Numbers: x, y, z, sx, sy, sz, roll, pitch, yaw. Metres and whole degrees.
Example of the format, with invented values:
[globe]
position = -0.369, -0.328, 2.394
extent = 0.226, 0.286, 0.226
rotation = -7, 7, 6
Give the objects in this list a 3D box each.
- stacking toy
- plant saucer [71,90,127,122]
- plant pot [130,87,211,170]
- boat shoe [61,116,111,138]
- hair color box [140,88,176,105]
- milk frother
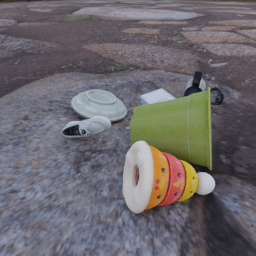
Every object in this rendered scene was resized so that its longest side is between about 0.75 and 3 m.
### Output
[stacking toy]
position = 0.981, 1.081, 6.009
extent = 2.006, 1.466, 1.466
rotation = 7, 28, -17
[plant saucer]
position = -0.947, -0.894, 9.630
extent = 1.953, 0.490, 1.953
rotation = 11, 28, -6
[plant pot]
position = 1.121, 0.029, 7.150
extent = 1.936, 2.038, 2.038
rotation = -1, 29, 16
[boat shoe]
position = -1.222, 0.044, 8.014
extent = 1.532, 0.535, 0.546
rotation = -7, 22, 25
[hair color box]
position = 1.109, -0.705, 9.230
extent = 0.891, 0.546, 1.799
rotation = -20, 27, -7
[milk frother]
position = 2.721, -1.293, 10.071
extent = 1.283, 1.158, 1.207
rotation = 25, 44, 2
